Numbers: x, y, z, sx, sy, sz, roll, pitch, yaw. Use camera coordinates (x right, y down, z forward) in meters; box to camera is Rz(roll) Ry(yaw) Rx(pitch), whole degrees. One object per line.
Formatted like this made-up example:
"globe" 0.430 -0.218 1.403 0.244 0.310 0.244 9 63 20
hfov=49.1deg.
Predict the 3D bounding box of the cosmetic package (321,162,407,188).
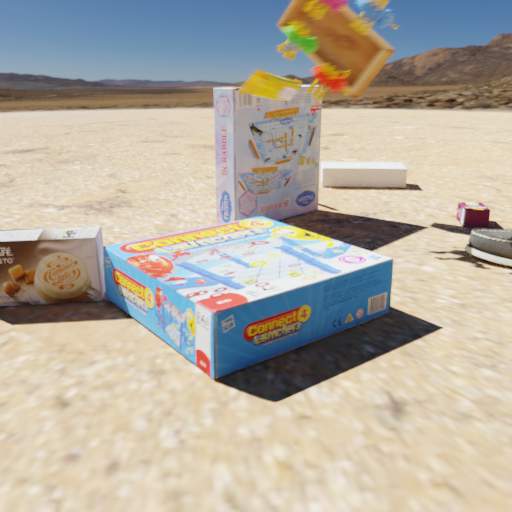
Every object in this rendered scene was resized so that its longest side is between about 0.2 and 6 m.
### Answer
"cosmetic package" 2.920 -2.228 15.406 2.252 0.570 0.929 1 18 4

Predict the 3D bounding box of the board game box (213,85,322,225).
"board game box" 0.305 -2.066 11.496 0.564 2.733 2.739 16 24 40

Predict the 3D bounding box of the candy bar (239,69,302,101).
"candy bar" 0.164 -1.538 5.102 0.119 0.268 1.074 49 26 7

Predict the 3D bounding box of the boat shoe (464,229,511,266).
"boat shoe" 4.846 -0.224 8.891 2.850 0.858 1.016 9 20 26

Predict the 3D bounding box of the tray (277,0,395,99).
"tray" 1.608 -4.531 11.622 2.424 1.196 0.449 50 33 18

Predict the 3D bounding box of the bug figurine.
"bug figurine" 1.369 -3.861 9.784 1.607 2.072 0.533 37 43 -3

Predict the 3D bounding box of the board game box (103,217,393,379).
"board game box" -0.162 0.312 7.383 2.782 0.778 2.724 -14 23 -36

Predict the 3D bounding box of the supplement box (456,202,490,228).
"supplement box" 4.462 -0.859 11.567 0.497 0.392 0.760 2 18 5

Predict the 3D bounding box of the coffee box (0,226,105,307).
"coffee box" -2.966 0.131 7.679 1.666 0.953 0.664 -2 18 -7
